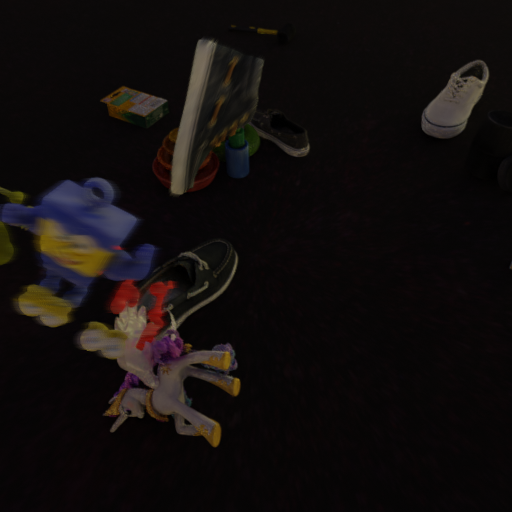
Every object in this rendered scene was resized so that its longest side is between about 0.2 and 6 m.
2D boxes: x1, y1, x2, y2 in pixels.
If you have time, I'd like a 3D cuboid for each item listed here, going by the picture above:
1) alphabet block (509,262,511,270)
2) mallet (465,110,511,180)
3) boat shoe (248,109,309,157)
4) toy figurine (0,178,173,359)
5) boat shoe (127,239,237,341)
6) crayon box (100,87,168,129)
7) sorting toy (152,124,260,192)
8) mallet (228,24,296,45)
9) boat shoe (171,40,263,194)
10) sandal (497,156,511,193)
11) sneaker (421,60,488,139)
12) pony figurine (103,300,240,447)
[{"bbox_3d":[3.928,0.106,8.356,0.203,0.198,0.199,23,51,21],"label":"alphabet block"},{"bbox_3d":[5.384,-1.873,10.174,3.427,1.128,0.705,2,43,-19],"label":"mallet"},{"bbox_3d":[0.381,-2.516,10.743,0.599,0.567,1.712,-26,50,-24],"label":"boat shoe"},{"bbox_3d":[-1.691,-0.318,5.140,2.407,1.442,1.270,32,40,-3],"label":"toy figurine"},{"bbox_3d":[-0.993,0.353,7.773,0.817,0.651,2.160,22,49,22],"label":"boat shoe"},{"bbox_3d":[-2.488,-3.051,11.476,1.176,0.303,0.740,23,49,21],"label":"crayon box"},{"bbox_3d":[-0.769,-2.081,9.995,1.460,0.997,2.429,24,49,23],"label":"sorting toy"},{"bbox_3d":[0.162,-5.736,14.216,1.782,0.367,0.587,20,48,24],"label":"mallet"},{"bbox_3d":[-0.435,-1.396,6.024,0.747,1.646,0.582,12,18,-10],"label":"boat shoe"},{"bbox_3d":[5.236,-1.629,9.652,2.267,0.862,0.485,-26,26,-11],"label":"sandal"},{"bbox_3d":[3.985,-3.209,11.239,0.880,0.853,2.409,22,49,21],"label":"sneaker"},{"bbox_3d":[-1.001,1.331,6.403,1.587,1.322,1.532,3,78,24],"label":"pony figurine"}]
